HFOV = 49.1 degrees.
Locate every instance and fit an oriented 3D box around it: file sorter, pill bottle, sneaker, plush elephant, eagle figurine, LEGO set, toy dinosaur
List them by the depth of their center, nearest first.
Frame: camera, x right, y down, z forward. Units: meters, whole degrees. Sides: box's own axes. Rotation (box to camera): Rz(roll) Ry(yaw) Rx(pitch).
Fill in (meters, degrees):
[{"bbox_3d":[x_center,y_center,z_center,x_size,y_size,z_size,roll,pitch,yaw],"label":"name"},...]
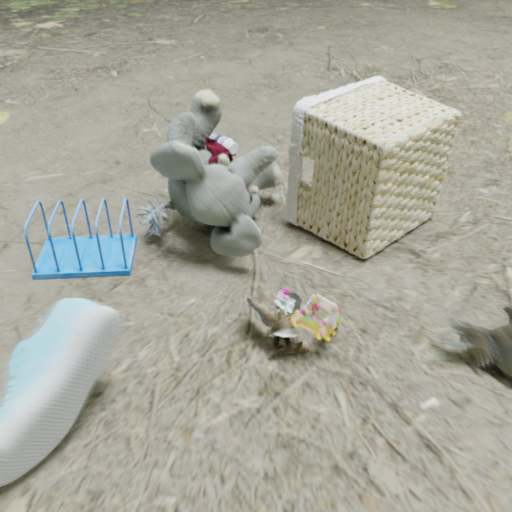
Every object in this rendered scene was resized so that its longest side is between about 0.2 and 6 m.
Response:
[{"bbox_3d":[-2.635,1.552,6.799,0.964,0.870,2.354,18,62,27],"label":"sneaker"},{"bbox_3d":[3.738,1.366,7.832,1.991,0.766,1.018,25,66,29],"label":"toy dinosaur"},{"bbox_3d":[0.968,0.816,8.081,1.444,0.537,0.664,21,19,-41],"label":"LEGO set"},{"bbox_3d":[0.310,0.974,8.358,0.757,0.761,1.003,-21,66,25],"label":"eagle figurine"},{"bbox_3d":[-3.115,-0.370,10.049,1.703,1.045,1.182,-3,34,-3],"label":"file sorter"},{"bbox_3d":[-0.661,-1.357,10.132,3.061,2.521,2.370,-46,28,-16],"label":"plush elephant"},{"bbox_3d":[-0.815,-2.786,14.054,0.726,0.403,0.403,27,43,33],"label":"pill bottle"}]

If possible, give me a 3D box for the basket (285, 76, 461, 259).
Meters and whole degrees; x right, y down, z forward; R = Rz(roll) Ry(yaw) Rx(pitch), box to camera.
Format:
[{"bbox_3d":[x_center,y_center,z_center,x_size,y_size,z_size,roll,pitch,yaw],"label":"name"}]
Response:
[{"bbox_3d":[2.138,-1.720,10.682,2.579,2.555,2.074,-27,45,-34],"label":"basket"}]
